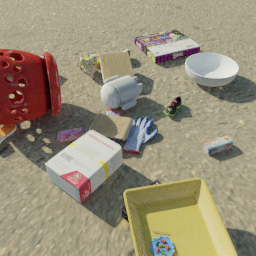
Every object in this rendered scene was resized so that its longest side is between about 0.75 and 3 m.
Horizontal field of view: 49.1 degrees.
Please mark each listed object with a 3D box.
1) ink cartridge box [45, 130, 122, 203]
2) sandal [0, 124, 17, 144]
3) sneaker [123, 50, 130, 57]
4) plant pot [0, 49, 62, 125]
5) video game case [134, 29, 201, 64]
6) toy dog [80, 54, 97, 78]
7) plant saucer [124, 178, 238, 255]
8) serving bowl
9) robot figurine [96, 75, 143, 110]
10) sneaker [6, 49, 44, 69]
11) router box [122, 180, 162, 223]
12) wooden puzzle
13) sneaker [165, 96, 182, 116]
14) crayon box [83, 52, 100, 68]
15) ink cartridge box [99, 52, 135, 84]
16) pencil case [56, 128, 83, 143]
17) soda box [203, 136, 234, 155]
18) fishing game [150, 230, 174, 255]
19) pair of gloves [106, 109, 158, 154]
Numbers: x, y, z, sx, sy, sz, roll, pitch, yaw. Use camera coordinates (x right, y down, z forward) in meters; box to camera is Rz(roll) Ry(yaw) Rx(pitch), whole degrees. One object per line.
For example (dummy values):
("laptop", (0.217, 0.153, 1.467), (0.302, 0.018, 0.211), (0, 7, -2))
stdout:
("ink cartridge box", (-1.384, 1.190, 9.294), (1.525, 0.876, 2.101), (28, 49, 27))
("sandal", (-4.964, 0.209, 10.565), (0.672, 0.502, 1.753), (22, 43, 12))
("sneaker", (-0.495, -3.780, 14.992), (0.685, 0.601, 1.710), (23, 47, 27))
("plant pot", (-4.036, -1.657, 10.949), (2.603, 2.859, 2.859), (-8, 43, -16))
("video game case", (2.207, -4.770, 16.118), (2.893, 0.518, 2.622), (-18, 45, -18))
("toy dog", (-1.991, -3.160, 14.095), (0.813, 1.130, 1.166), (-29, 25, -15))
("plant saucer", (1.228, 2.576, 7.275), (2.358, 0.571, 2.358), (-8, 48, -7))
("serving bowl", (4.009, -2.739, 13.665), (2.501, 0.823, 2.501), (1, 42, 0))
("robot figurine", (-0.328, -1.545, 12.106), (2.025, 1.144, 1.717), (-24, 65, -24))
("sneaker", (-5.295, -3.000, 13.732), (2.965, 1.159, 1.339), (5, 45, 5))
("router box", (0.997, 2.578, 8.040), (1.514, 0.503, 1.925), (-32, 51, -30))
("wooden puzzle", (-0.634, -0.010, 10.757), (1.435, 0.332, 1.329), (12, 39, 9))
("sneaker", (1.931, -0.957, 11.934), (0.469, 0.512, 1.222), (20, 46, 21))
("crayon box", (-1.779, -3.675, 15.089), (0.995, 0.290, 0.859), (30, 50, 29))
("ink cartridge box", (-0.554, -2.823, 13.588), (1.463, 0.667, 1.776), (-8, 59, -7))
("pencil case", (-2.198, 0.266, 10.677), (0.993, 0.434, 0.434), (-13, 44, -13))
("soda box", (3.318, 0.635, 10.312), (1.067, 0.339, 0.365), (-15, 45, -15))
("fishing game", (0.857, 2.975, 6.991), (0.604, 0.131, 0.844), (5, 47, 8))
("pair of gloves", (-0.176, 0.076, 10.970), (2.605, 0.297, 2.094), (12, 44, 14))
